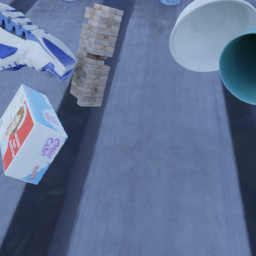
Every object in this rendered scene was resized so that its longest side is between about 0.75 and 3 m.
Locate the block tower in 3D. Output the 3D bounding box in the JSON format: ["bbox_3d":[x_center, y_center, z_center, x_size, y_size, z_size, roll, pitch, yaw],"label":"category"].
[{"bbox_3d":[-0.763,-1.609,6.356,0.594,2.200,0.636,-4,28,-40],"label":"block tower"}]

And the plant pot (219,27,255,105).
[{"bbox_3d":[2.885,-1.441,5.779,1.544,1.544,1.239,33,55,28],"label":"plant pot"}]

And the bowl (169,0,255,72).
[{"bbox_3d":[2.295,-2.769,7.766,2.374,2.374,1.067,0,56,0],"label":"bowl"}]

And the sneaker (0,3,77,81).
[{"bbox_3d":[-2.198,-1.590,6.092,2.076,1.199,0.839,39,27,0],"label":"sneaker"}]

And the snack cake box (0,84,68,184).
[{"bbox_3d":[-1.667,0.030,4.711,0.946,0.553,1.644,-54,38,9],"label":"snack cake box"}]
